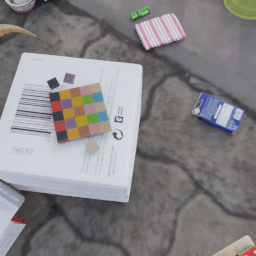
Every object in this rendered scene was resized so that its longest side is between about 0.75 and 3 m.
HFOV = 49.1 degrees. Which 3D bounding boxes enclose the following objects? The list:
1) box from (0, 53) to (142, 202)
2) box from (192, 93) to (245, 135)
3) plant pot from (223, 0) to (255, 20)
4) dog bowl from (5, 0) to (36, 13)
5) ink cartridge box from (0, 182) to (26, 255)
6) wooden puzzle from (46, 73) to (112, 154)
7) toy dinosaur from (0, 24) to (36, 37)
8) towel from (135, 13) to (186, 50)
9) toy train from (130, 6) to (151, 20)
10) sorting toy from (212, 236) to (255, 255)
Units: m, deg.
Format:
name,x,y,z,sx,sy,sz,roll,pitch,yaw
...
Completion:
name,x,y,z,sx,sy,sz,roll,pitch,yaw
box,-1.213,0.053,6.618,2.881,1.883,2.866,7,68,3
box,2.466,-0.417,7.718,1.267,0.205,0.768,27,70,9
plant pot,3.997,-4.520,8.746,1.591,1.462,1.591,0,68,0
dog bowl,-3.502,-4.236,9.223,0.988,0.364,0.988,0,68,0
ink cartridge box,-3.651,1.979,6.302,2.329,0.976,2.044,29,70,11
wooden puzzle,-0.971,-0.327,5.634,1.079,0.128,1.820,-13,72,-5
toy dinosaur,-4.202,-3.002,8.653,2.535,0.766,1.347,-19,94,-4
towel,1.012,-3.030,8.830,1.373,0.205,1.005,-19,69,-5
toy train,0.414,-3.737,9.135,0.756,0.158,0.213,-30,81,-12
sorting toy,2.529,3.215,6.088,1.237,0.433,1.244,-26,70,-10
